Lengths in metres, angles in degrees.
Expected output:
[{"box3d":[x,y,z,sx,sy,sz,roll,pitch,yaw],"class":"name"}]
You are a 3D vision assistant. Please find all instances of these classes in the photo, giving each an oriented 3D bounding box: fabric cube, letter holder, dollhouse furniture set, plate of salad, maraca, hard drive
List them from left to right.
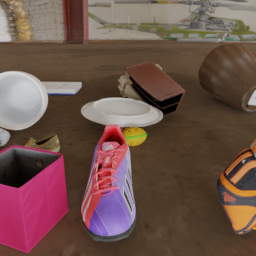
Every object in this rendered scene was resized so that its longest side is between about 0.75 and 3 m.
[{"box3d":[-1.699,1.035,4.431,1.080,1.097,1.100,7,23,20],"class":"fabric cube"},{"box3d":[-3.442,-1.843,12.892,2.328,0.295,1.536,1,21,2],"class":"hard drive"},{"box3d":[-0.188,-0.407,8.752,2.536,0.609,2.536,3,22,-1],"class":"plate of salad"},{"box3d":[0.043,0.234,7.349,0.929,0.497,0.637,-8,0,5],"class":"maraca"},{"box3d":[0.893,-1.229,11.199,2.281,1.306,2.674,-14,49,-29],"class":"dollhouse furniture set"},{"box3d":[0.769,-1.297,9.530,1.306,0.924,1.837,-21,55,-34],"class":"letter holder"}]

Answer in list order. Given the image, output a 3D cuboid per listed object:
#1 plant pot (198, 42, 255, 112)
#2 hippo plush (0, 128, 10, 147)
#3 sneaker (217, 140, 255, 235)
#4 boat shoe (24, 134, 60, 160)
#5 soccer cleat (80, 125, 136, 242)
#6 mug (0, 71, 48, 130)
[{"box3d":[4.159,-1.702,10.434,2.236,2.236,2.393,-5,37,-12],"class":"plant pot"},{"box3d":[-4.056,-0.202,6.928,1.953,1.570,1.556,-7,22,-17],"class":"hippo plush"},{"box3d":[2.373,1.168,4.363,2.406,1.348,0.933,32,29,-13],"class":"sneaker"},{"box3d":[-2.270,0.480,6.613,0.502,0.534,1.401,17,27,37],"class":"boat shoe"},{"box3d":[-0.340,0.832,5.062,0.932,1.000,2.734,0,21,-1],"class":"soccer cleat"},{"box3d":[-3.600,-0.825,8.662,2.236,1.651,1.960,-19,14,-6],"class":"mug"}]
